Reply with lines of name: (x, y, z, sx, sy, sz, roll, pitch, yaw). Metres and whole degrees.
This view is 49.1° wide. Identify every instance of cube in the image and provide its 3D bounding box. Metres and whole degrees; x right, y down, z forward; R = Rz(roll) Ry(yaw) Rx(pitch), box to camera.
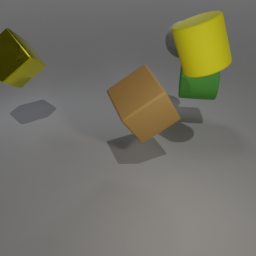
cube: (-4.221, -2.527, 10.407, 1.400, 1.400, 1.400, -40, -3, 5)
cube: (0.459, -0.690, 8.284, 1.400, 1.400, 1.400, -33, 50, 7)

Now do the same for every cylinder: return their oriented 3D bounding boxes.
cylinder: (2.090, -2.365, 7.933, 1.400, 1.400, 1.400, -18, 26, 9)
cylinder: (2.736, -1.834, 10.934, 1.400, 1.400, 1.400, 5, 31, 7)

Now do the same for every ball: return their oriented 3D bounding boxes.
ball: (2.154, -3.414, 10.853, 1.400, 1.400, 1.400, 0, 30, 0)
